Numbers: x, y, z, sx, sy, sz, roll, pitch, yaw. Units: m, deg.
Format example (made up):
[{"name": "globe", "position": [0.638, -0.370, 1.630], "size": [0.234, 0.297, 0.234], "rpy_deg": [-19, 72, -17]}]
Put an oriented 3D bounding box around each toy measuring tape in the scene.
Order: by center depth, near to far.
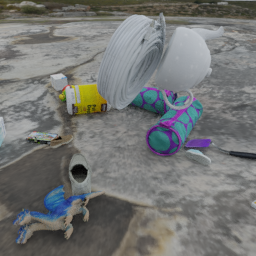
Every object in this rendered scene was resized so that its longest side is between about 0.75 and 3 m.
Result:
[{"name": "toy measuring tape", "position": [-2.668, -1.916, 14.220], "size": [0.791, 0.791, 2.149], "rpy_deg": [16, 31, 28]}]

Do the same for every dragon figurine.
[{"name": "dragon figurine", "position": [-1.637, 1.958, 6.993], "size": [1.224, 0.724, 2.462], "rpy_deg": [16, 33, 27]}]

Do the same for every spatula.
[{"name": "spatula", "position": [3.353, 0.742, 9.750], "size": [2.625, 0.270, 0.742], "rpy_deg": [14, 25, 20]}]

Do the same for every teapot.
[{"name": "teapot", "position": [1.807, -1.916, 8.607], "size": [1.519, 2.080, 2.053], "rpy_deg": [22, 62, -3]}]

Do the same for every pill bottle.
[{"name": "pill bottle", "position": [-1.577, -1.331, 12.597], "size": [2.319, 1.267, 1.267], "rpy_deg": [-7, 29, -12]}]

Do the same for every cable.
[{"name": "cable", "position": [0.107, -2.021, 8.847], "size": [1.015, 2.933, 2.933], "rpy_deg": [34, 3, 11]}]

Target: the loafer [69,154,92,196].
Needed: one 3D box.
[{"name": "loafer", "position": [-1.402, 1.286, 8.286], "size": [0.696, 0.695, 1.991], "rpy_deg": [-7, 29, -13]}]

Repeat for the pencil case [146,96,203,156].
[{"name": "pencil case", "position": [1.780, -0.188, 10.330], "size": [1.274, 1.384, 2.995], "rpy_deg": [22, 35, 18]}]

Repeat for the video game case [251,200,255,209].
[{"name": "video game case", "position": [4.091, 2.091, 7.381], "size": [1.207, 0.138, 1.098], "rpy_deg": [-19, 33, -29]}]

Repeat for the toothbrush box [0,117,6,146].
[{"name": "toothbrush box", "position": [-5.283, 0.363, 9.926], "size": [1.363, 0.794, 1.862], "rpy_deg": [-3, 27, -6]}]

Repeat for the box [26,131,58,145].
[{"name": "box", "position": [-3.233, 0.372, 10.561], "size": [1.022, 0.177, 0.562], "rpy_deg": [6, 28, 11]}]

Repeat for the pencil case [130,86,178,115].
[{"name": "pencil case", "position": [0.831, -1.506, 12.962], "size": [2.698, 1.247, 1.148], "rpy_deg": [19, 34, 33]}]

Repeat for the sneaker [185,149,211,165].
[{"name": "sneaker", "position": [2.400, 0.913, 9.367], "size": [0.935, 0.345, 0.383], "rpy_deg": [25, 41, 38]}]

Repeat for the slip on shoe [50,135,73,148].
[{"name": "slip on shoe", "position": [-2.446, 0.419, 10.343], "size": [0.374, 0.298, 0.982], "rpy_deg": [25, 37, 38]}]

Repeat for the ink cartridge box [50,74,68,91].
[{"name": "ink cartridge box", "position": [-3.819, -2.551, 15.540], "size": [0.671, 0.659, 0.912], "rpy_deg": [-15, 32, -26]}]
